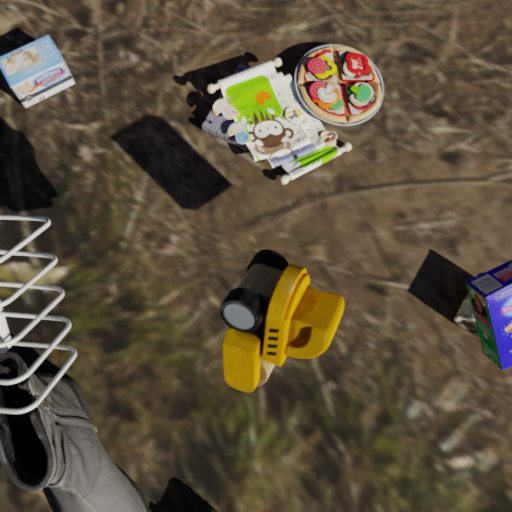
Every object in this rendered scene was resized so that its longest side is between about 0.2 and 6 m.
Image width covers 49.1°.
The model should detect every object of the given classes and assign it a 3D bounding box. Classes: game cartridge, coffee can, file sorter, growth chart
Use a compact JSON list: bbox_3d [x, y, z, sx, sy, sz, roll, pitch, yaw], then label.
[{"bbox_3d":[-0.226,-2.774,10.444,0.987,0.292,1.523,28,75,4],"label":"game cartridge"},{"bbox_3d":[3.723,0.807,9.137,0.642,0.642,0.877,32,76,9],"label":"coffee can"},{"bbox_3d":[-3.158,0.682,6.793,1.306,1.455,2.097,4,117,11],"label":"file sorter"},{"bbox_3d":[0.356,-2.458,10.193,1.761,0.216,2.433,-34,84,-14],"label":"growth chart"}]

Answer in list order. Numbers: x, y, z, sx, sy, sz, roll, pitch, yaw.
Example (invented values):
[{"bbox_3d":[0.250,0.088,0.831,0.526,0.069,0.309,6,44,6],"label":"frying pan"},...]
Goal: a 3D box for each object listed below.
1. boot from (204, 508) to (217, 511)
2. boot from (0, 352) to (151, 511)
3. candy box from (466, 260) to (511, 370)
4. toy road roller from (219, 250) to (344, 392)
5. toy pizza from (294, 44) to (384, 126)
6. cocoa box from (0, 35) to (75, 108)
[{"bbox_3d":[-0.511,4.669,7.946,1.302,0.655,1.742,-43,77,-12],"label":"boot"},{"bbox_3d":[-2.613,3.030,7.607,1.197,2.259,3.431,-35,76,-11],"label":"boot"},{"bbox_3d":[2.895,0.587,6.120,0.921,0.419,1.089,-25,117,-1],"label":"candy box"},{"bbox_3d":[0.275,0.758,5.755,1.077,1.475,0.907,17,42,16],"label":"toy road roller"},{"bbox_3d":[1.573,-3.239,10.440,1.738,0.275,1.738,3,74,-9],"label":"toy pizza"},{"bbox_3d":[-4.077,-3.421,10.395,1.078,0.707,0.719,-29,75,-8],"label":"cocoa box"}]
